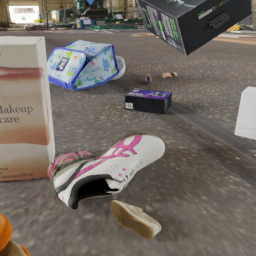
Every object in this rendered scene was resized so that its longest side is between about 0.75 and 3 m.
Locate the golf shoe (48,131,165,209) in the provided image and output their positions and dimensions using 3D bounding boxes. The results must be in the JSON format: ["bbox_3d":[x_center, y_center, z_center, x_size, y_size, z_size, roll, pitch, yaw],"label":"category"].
[{"bbox_3d":[-0.233,0.867,5.645,2.520,0.915,1.160,-19,42,-23],"label":"golf shoe"}]

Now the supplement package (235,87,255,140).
[{"bbox_3d":[3.591,-0.430,7.938,0.760,1.295,0.757,15,28,31],"label":"supplement package"}]

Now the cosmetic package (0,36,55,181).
[{"bbox_3d":[-2.416,-0.413,5.943,1.473,2.850,1.243,-4,24,-9],"label":"cosmetic package"}]

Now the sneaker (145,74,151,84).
[{"bbox_3d":[0.987,-2.396,13.640,0.300,0.350,0.854,0,24,0],"label":"sneaker"}]

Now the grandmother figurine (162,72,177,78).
[{"bbox_3d":[2.218,-2.803,14.756,0.821,0.249,0.498,-7,52,-22],"label":"grandmother figurine"}]

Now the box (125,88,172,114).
[{"bbox_3d":[0.746,-0.995,10.166,1.490,0.588,1.052,8,22,19],"label":"box"}]

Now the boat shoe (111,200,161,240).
[{"bbox_3d":[0.113,1.506,4.737,0.973,0.351,0.316,22,23,37],"label":"boat shoe"}]

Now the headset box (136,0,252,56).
[{"bbox_3d":[1.990,-3.812,8.674,2.466,1.314,2.832,-34,44,-4],"label":"headset box"}]

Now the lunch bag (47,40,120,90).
[{"bbox_3d":[-2.324,-2.836,13.028,2.497,1.872,2.937,21,50,37],"label":"lunch bag"}]

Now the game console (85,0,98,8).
[{"bbox_3d":[-1.337,-5.055,10.308,0.766,0.889,0.528,-34,37,20],"label":"game console"}]

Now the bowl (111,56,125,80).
[{"bbox_3d":[-0.654,-2.937,14.230,1.347,0.605,1.347,-14,58,23],"label":"bowl"}]

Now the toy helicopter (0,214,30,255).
[{"bbox_3d":[-2.259,2.064,3.130,2.310,0.911,1.528,-16,35,-9],"label":"toy helicopter"}]
